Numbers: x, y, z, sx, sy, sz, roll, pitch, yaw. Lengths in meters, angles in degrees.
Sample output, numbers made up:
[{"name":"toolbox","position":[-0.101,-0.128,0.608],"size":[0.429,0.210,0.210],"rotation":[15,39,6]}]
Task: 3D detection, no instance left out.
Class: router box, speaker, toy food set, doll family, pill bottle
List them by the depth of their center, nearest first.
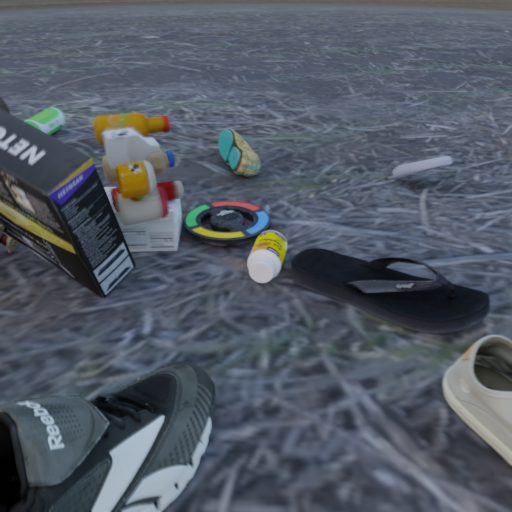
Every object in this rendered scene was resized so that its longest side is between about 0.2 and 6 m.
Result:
[{"name":"router box","position":[-3.243,-0.899,7.936],"size":[2.920,2.296,0.763],"rotation":[29,61,22]},{"name":"doll family","position":[-4.600,-0.446,8.329],"size":[1.410,2.439,0.957],"rotation":[33,75,-4]},{"name":"pill bottle","position":[0.165,0.022,8.713],"size":[0.520,0.520,0.952],"rotation":[6,30,10]},{"name":"toy food set","position":[-1.684,-1.392,8.790],"size":[1.245,1.320,2.766],"rotation":[-12,28,-18]},{"name":"speaker","position":[-5.575,-3.416,14.631],"size":[0.653,0.653,1.477],"rotation":[4,30,7]}]

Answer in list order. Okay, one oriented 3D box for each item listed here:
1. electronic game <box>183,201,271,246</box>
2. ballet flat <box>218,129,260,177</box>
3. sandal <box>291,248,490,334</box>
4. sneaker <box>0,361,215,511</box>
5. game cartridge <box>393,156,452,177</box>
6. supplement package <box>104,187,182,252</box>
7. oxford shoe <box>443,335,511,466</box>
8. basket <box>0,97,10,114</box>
[{"name":"electronic game","position":[-0.520,-0.621,10.035],"size":[1.574,0.328,1.574],"rotation":[0,30,0]},{"name":"ballet flat","position":[-0.366,-2.325,12.790],"size":[0.732,0.732,2.071],"rotation":[-7,30,-12]},{"name":"sandal","position":[1.814,0.367,8.004],"size":[2.898,0.620,1.102],"rotation":[15,33,24]},{"name":"sneaker","position":[-1.521,1.712,4.681],"size":[1.164,1.585,3.502],"rotation":[20,35,30]},{"name":"game cartridge","position":[3.476,-1.883,11.769],"size":[1.126,0.230,0.750],"rotation":[-11,7,7]},{"name":"supplement package","position":[-2.031,-0.655,9.653],"size":[1.385,0.768,1.079],"rotation":[-1,30,-2]},{"name":"oxford shoe","position":[3.087,1.792,5.268],"size":[1.168,0.897,3.107],"rotation":[-14,35,-28]},{"name":"basket","position":[-7.054,-2.990,13.242],"size":[1.702,1.284,1.887],"rotation":[-20,24,33]}]
